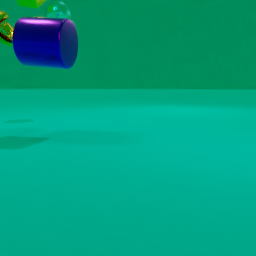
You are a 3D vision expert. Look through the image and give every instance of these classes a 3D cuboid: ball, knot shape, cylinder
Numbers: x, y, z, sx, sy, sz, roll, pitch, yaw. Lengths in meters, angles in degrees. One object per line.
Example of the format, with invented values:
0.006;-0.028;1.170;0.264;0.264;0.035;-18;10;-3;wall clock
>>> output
-2.472;-4.027;9.905;0.890;0.890;0.890;0;9;0;ball
-3.061;-2.185;6.042;1.481;0.684;1.386;-1;13;-34;knot shape
-1.769;-1.859;6.136;1.053;1.053;1.053;7;10;11;cylinder

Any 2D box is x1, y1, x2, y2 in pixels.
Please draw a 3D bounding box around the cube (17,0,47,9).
-3.142;-4.395;9.025;0.727;0.727;0.727;13;50;12;cube
